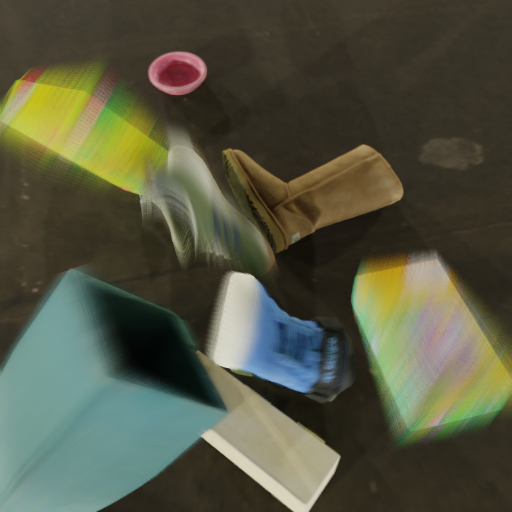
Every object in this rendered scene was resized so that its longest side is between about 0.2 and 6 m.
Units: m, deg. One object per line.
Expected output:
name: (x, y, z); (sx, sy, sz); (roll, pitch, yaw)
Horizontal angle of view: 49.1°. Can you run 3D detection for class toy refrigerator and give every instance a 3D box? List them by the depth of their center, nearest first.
toy refrigerator: (-0.082, 2.296, 7.407); (2.330, 0.885, 0.815); (32, 63, 22)

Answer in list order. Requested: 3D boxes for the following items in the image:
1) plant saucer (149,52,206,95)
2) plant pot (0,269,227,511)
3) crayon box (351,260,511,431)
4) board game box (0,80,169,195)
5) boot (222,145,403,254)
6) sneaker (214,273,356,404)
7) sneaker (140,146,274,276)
plant saucer: (-1.626, -3.765, 11.675); (1.173, 0.297, 1.173); (1, 57, -1)
plant pot: (-2.055, 1.871, 6.642); (2.519, 1.781, 1.780); (-47, 45, 10)
crayon box: (1.944, 0.961, 6.478); (1.101, 0.540, 1.854); (-11, 49, -8)
board game box: (-2.256, -1.628, 8.552); (1.397, 2.750, 0.655); (18, 84, 29)
boot: (0.934, -1.358, 9.870); (2.519, 0.833, 2.206); (-26, 74, -15)
sneaker: (0.462, 1.071, 6.898); (1.671, 3.004, 1.153); (10, 70, 6)
sneaker: (-0.774, -0.359, 8.373); (0.824, 2.457, 1.103); (-7, 39, 48)
